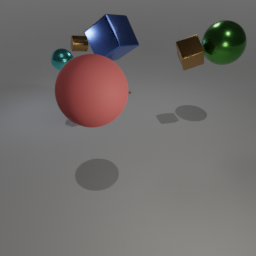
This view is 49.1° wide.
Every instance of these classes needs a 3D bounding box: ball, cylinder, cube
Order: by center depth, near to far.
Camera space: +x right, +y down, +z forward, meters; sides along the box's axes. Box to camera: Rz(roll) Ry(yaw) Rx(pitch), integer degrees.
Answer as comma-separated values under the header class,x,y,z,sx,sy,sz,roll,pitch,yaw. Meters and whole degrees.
class,x,y,z,sx,sy,sz,roll,pitch,yaw
ball,-0.693,-0.709,5.412,1.400,1.400,1.400,0,31,0
ball,-2.057,-2.129,8.764,0.700,0.700,0.700,0,31,0
cube,1.982,-2.394,8.939,0.700,0.700,0.700,-18,67,8
ball,3.127,-2.777,9.165,1.400,1.400,1.400,0,31,0
cube,-0.665,-3.740,11.733,1.400,1.400,1.400,-23,1,39
cylinder,-2.244,-3.893,12.909,0.700,0.700,0.700,-5,30,-20
